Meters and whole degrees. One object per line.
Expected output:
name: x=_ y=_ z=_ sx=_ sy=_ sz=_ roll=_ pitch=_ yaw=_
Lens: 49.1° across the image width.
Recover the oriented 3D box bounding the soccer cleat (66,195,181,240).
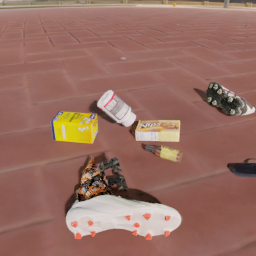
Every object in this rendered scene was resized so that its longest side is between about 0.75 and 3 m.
soccer cleat: x=-0.118 y=2.027 z=6.746 sx=2.714 sy=0.940 sz=1.053 roll=-2 pitch=27 yaw=2

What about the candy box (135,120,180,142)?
candy box: x=1.122 y=0.089 z=10.401 sx=1.577 sy=0.436 sz=0.910 roll=0 pitch=28 yaw=13

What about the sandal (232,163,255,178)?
sandal: x=4.098 y=1.253 z=8.590 sx=1.683 sy=0.360 sz=0.640 roll=-2 pitch=30 yaw=-4

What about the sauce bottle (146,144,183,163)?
sauce bottle: x=1.189 y=0.805 z=9.335 sx=1.237 sy=0.408 sz=0.408 roll=16 pitch=34 yaw=24

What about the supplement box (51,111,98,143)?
supplement box: x=-1.951 y=-0.036 z=10.356 sx=1.513 sy=0.829 sz=0.824 roll=4 pitch=30 yaw=6

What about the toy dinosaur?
toy dinosaur: x=-0.827 y=1.430 z=7.773 sx=1.422 sy=1.070 sz=2.096 roll=-21 pitch=53 yaw=-5

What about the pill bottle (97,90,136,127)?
pill bottle: x=-0.387 y=-0.681 z=10.429 sx=0.780 sy=1.408 sz=0.780 roll=-40 pitch=24 yaw=22

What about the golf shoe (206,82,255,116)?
golf shoe: x=4.483 y=-1.243 z=12.600 sx=1.126 sy=0.987 sz=2.556 roll=5 pitch=30 yaw=-27
